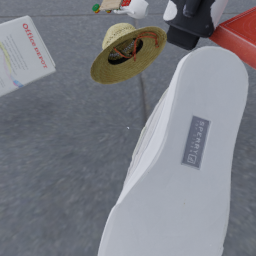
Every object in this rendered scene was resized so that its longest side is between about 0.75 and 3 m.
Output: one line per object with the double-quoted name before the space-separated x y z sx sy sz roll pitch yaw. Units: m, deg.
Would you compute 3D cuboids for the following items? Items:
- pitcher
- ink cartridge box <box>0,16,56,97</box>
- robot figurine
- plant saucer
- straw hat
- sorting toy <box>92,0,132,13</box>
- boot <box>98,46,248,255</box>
"pitcher" 0.112 -3.927 9.252 1.019 0.618 0.874 18 53 11
"ink cartridge box" -3.341 -1.786 7.482 2.247 1.624 0.951 -32 17 -26
"robot figurine" 1.555 -2.768 6.208 1.229 1.970 1.480 8 29 -24
"plant saucer" 3.112 -2.211 6.166 1.978 0.364 1.981 -26 42 -2
"straw hat" -0.130 -1.907 6.442 1.943 1.943 0.822 -21 73 -18
"sorting toy" -0.304 -3.453 7.584 1.448 0.245 0.698 11 75 38
"boot" 0.497 0.569 3.186 1.051 1.366 2.857 24 73 3
